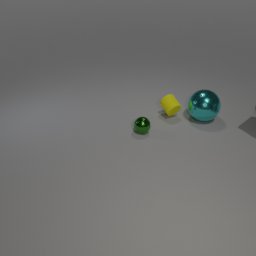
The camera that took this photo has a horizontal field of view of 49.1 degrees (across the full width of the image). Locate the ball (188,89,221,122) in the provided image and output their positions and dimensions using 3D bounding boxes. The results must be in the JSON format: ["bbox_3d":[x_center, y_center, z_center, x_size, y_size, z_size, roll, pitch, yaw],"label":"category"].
[{"bbox_3d":[3.315,-0.978,12.202,1.400,1.400,1.400,0,32,0],"label":"ball"}]

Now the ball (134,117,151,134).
[{"bbox_3d":[0.586,-0.117,11.484,0.700,0.700,0.700,0,32,0],"label":"ball"}]

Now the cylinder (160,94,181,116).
[{"bbox_3d":[1.892,-1.023,12.484,0.700,0.700,0.700,-17,61,-26],"label":"cylinder"}]
